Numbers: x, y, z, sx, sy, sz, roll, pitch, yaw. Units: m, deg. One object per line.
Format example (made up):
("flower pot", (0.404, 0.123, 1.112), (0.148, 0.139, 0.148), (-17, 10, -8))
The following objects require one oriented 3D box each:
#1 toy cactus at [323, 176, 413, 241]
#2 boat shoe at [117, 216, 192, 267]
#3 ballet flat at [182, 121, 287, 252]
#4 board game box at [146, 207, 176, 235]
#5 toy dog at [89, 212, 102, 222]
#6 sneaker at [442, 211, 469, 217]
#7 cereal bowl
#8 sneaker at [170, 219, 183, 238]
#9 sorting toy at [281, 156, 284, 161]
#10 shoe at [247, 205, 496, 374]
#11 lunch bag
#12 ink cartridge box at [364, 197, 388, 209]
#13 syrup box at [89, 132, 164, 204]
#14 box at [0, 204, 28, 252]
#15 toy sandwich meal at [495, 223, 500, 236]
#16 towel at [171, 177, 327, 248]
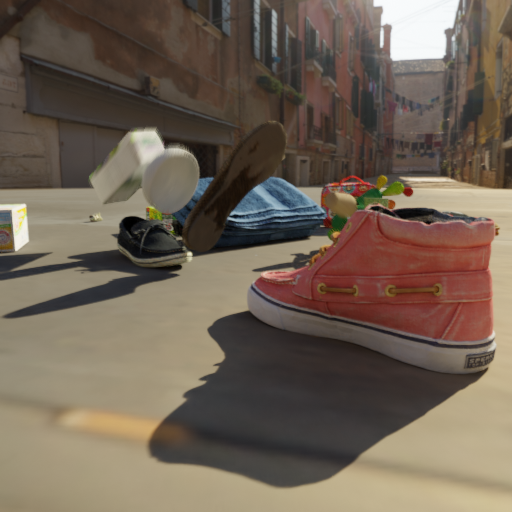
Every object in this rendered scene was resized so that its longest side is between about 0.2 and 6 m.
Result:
("toy cactus", (1.960, -0.981, 10.962), (1.576, 0.976, 1.910), (15, -31, -43))
("boat shoe", (-1.875, -0.268, 9.915), (0.841, 0.702, 2.255), (-9, 17, -33))
("ballet flat", (-0.407, -1.179, 9.235), (0.851, 2.526, 0.585), (36, -2, -36))
("board game box", (-1.407, -0.979, 14.851), (2.737, 0.652, 1.390), (-4, 10, -24))
("toy dog", (-5.064, -1.191, 17.517), (0.384, 0.276, 0.396), (-11, 7, 12))
("sneaker", (3.263, -0.357, 11.004), (2.029, 0.761, 1.172), (-8, 11, 15))
("cereal bowl", (-1.738, -1.498, 10.892), (0.531, 1.276, 1.276), (28, 23, 32))
("sneaker", (-1.240, -0.719, 13.082), (1.461, 0.516, 0.714), (3, 35, 6))
("sorting toy", (-0.131, -2.436, 14.464), (1.144, 0.206, 1.535), (20, 42, 30))
("shoe", (0.979, 0.135, 5.523), (1.019, 1.297, 2.852), (-7, 11, -39))
("lunch bag", (2.598, -1.489, 15.573), (1.627, 1.433, 0.666), (3, 9, 17))
("ink cartridge box", (2.071, -0.368, 9.174), (0.349, 1.177, 0.611), (-6, 10, -27))
("syrup box", (-2.636, -1.795, 11.504), (1.736, 0.707, 0.684), (-34, -11, 40))
("box", (-5.376, -0.592, 11.669), (0.943, 0.850, 1.677), (-3, 9, -13))
("toy sandwich meal", (5.684, -0.671, 14.107), (0.930, 0.319, 0.930), (-1, 5, 0))
("towel", (-0.155, -1.160, 12.856), (3.699, 0.898, 2.065), (-10, 42, -45))
